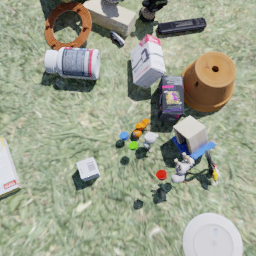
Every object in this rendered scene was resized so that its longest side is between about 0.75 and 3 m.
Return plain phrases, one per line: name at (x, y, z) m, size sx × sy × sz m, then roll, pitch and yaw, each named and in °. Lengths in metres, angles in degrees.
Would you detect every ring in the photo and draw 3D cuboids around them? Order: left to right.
ring at (-2.794, -4.654, 12.792) m, size 2.390 × 0.229 × 2.390 m, roll -2°, pitch 85°, yaw 18°

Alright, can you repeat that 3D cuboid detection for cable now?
cable at (3.184, 1.311, 10.479) m, size 0.388 × 1.540 × 0.748 m, roll -3°, pitch 37°, yaw 23°

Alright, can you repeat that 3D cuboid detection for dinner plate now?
dinner plate at (3.126, 4.265, 10.274) m, size 2.218 × 0.269 × 2.218 m, roll 0°, pitch 70°, yaw -1°

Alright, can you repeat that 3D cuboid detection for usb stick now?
usb stick at (2.530, -4.805, 13.203) m, size 2.303 × 0.376 × 0.639 m, roll -9°, pitch 67°, yaw -3°

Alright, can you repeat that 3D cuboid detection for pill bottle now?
pill bottle at (-2.366, -2.788, 12.041) m, size 2.171 × 1.298 × 1.298 m, roll 4°, pitch 72°, yaw 2°

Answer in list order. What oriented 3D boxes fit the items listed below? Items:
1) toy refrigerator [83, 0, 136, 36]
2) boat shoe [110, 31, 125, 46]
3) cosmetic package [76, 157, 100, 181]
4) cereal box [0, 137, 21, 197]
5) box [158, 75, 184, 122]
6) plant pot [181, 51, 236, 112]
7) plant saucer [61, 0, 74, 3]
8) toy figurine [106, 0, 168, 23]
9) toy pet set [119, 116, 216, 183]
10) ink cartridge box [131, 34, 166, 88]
toy refrigerator at (-0.880, -5.239, 13.129) m, size 2.355 × 0.824 × 0.894 m, roll 25°, pitch 67°, yaw 7°
boat shoe at (-0.553, -4.132, 13.030) m, size 0.912 × 0.319 × 0.302 m, roll 44°, pitch 75°, yaw 5°
cosmetic package at (-1.523, 1.608, 10.836) m, size 0.677 × 0.821 × 0.676 m, roll -19°, pitch 73°, yaw -6°
cereal box at (-5.324, 1.667, 11.015) m, size 1.604 × 0.441 × 2.229 m, roll -22°, pitch 73°, yaw -7°
box at (1.764, -1.203, 11.629) m, size 0.904 × 1.042 × 1.704 m, roll 4°, pitch 72°, yaw -3°
plant pot at (3.401, -2.031, 11.615) m, size 2.349 × 1.644 × 2.349 m, roll 0°, pitch 72°, yaw -1°
plant saucer at (-2.457, -6.977, 13.328) m, size 2.882 × 0.690 × 2.878 m, roll -27°, pitch 51°, yaw -11°
toy figurine at (0.574, -6.680, 12.730) m, size 2.966 × 2.064 × 2.920 m, roll 21°, pitch 66°, yaw -14°
toy pet set at (1.681, 0.825, 10.934) m, size 2.796 × 1.590 × 2.995 m, roll -32°, pitch 42°, yaw -10°
ink cartridge box at (0.810, -2.794, 11.855) m, size 0.750 × 1.288 × 1.779 m, roll 13°, pitch 58°, yaw -31°
